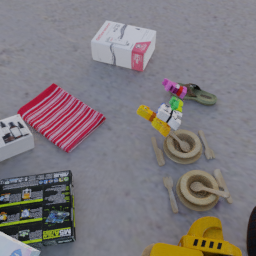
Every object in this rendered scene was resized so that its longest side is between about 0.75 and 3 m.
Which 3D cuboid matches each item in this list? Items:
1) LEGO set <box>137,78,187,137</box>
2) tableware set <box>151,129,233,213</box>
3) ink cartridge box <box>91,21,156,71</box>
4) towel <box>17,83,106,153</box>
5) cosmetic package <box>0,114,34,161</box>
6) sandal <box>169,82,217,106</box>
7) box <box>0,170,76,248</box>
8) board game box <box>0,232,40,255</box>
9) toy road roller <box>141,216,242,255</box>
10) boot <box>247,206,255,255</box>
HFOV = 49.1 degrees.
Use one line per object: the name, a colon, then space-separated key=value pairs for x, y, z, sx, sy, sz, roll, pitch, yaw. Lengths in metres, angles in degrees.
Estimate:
LEGO set: x=1.073 y=-0.697 z=9.411 sx=1.229 sy=1.142 sz=2.994 roll=30 pitch=31 yaw=-2
tableware set: x=2.023 y=1.153 z=8.961 sx=1.955 sy=0.593 sz=2.958 roll=-8 pitch=52 yaw=-6
ink cartridge box: x=-0.186 y=-3.650 z=12.385 sx=2.445 sy=1.012 sz=1.791 roll=16 pitch=54 yaw=12
towel: x=-2.504 y=-0.483 z=10.424 sx=2.810 sy=0.316 sz=2.032 roll=33 pitch=60 yaw=22
cosmetic package: x=-4.662 y=0.578 z=9.045 sx=2.876 sy=0.728 sz=1.187 roll=-24 pitch=54 yaw=-30
sandal: x=2.558 y=-1.467 z=11.008 sx=1.969 sy=0.562 sz=0.782 roll=16 pitch=54 yaw=12
box: x=-2.658 y=2.356 z=8.140 sx=2.174 sy=0.516 sz=2.099 roll=-8 pitch=56 yaw=-6
board game box: x=-4.130 y=3.790 z=6.618 sx=2.969 sy=0.647 sz=2.983 roll=18 pitch=66 yaw=15
toy road roller: x=1.530 y=3.167 z=6.934 sx=2.518 sy=1.547 sz=1.838 roll=9 pitch=41 yaw=1
boot: x=3.927 y=3.405 z=7.191 sx=1.315 sy=1.014 sz=2.713 roll=12 pitch=59 yaw=-7
